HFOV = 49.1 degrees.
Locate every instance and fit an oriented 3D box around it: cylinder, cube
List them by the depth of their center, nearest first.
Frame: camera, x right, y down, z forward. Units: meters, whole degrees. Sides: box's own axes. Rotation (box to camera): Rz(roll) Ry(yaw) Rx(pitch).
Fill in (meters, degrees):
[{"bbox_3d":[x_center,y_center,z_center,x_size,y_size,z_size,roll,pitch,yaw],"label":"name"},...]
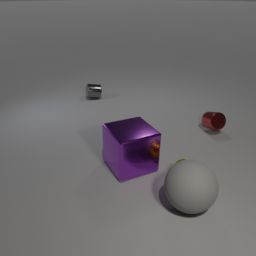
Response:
[{"bbox_3d":[0.082,0.624,9.010,1.400,1.400,1.400,-12,30,-24],"label":"cube"},{"bbox_3d":[3.423,-0.300,11.203,0.700,0.700,0.700,-9,9,-16],"label":"cylinder"},{"bbox_3d":[-1.768,-1.898,14.382,0.700,0.700,0.700,1,26,-21],"label":"cylinder"}]

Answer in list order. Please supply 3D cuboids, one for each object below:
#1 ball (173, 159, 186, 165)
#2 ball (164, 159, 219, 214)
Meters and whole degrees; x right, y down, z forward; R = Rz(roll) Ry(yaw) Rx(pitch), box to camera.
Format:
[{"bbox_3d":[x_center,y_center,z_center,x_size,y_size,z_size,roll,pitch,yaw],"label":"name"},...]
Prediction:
[{"bbox_3d":[1.693,1.283,8.522,0.700,0.700,0.700,0,28,0],"label":"ball"},{"bbox_3d":[1.654,1.524,7.356,1.400,1.400,1.400,0,28,0],"label":"ball"}]
